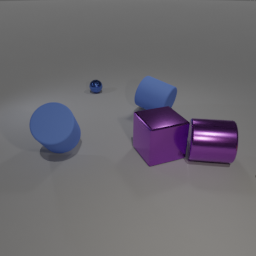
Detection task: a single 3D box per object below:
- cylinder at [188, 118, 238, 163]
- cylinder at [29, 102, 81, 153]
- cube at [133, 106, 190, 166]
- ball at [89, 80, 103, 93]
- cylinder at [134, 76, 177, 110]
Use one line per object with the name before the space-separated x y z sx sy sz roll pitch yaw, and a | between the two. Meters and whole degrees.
cylinder | 2.738 0.411 9.222 1.400 1.400 1.400 4 28 7
cylinder | -2.372 0.034 9.338 1.400 1.400 1.400 0 -17 -1
cube | 1.076 0.234 9.553 1.400 1.400 1.400 -11 31 -20
ball | -1.704 -2.220 14.896 0.700 0.700 0.700 0 28 0
cylinder | 1.220 -1.389 12.272 1.400 1.400 1.400 27 36 20
